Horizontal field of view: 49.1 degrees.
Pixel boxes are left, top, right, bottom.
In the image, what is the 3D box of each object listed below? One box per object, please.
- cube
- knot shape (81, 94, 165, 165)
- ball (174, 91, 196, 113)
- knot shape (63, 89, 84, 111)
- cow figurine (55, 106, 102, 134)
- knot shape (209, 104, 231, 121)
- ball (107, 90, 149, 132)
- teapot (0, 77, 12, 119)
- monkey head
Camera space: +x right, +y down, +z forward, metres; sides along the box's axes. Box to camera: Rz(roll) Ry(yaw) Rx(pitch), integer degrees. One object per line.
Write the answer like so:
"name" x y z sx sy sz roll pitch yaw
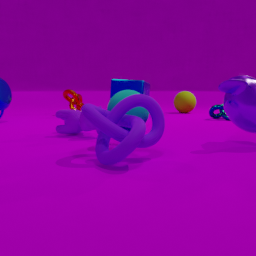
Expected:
"cube" 0.088 -1.147 10.542 1.230 1.230 1.230 5 5 15
"knot shape" -0.162 -0.068 4.180 1.193 0.589 1.274 26 48 26
"ball" 2.438 -1.106 12.016 0.944 0.944 0.944 0 8 0
"knot shape" -2.082 -1.013 11.448 0.589 1.274 1.192 -36 -3 4
"cow figurine" -1.033 -0.147 6.381 1.187 0.662 1.206 -1 -1 -2
"knot shape" 3.458 -0.572 9.704 1.139 0.526 1.065 6 10 35
"ball" 0.003 -0.309 5.137 0.775 0.775 0.775 0 8 0
"teapot" -4.184 -1.092 8.620 0.854 1.744 1.084 -10 5 10
"monkey head" 2.437 -0.539 5.144 1.261 1.753 1.057 -39 20 37
